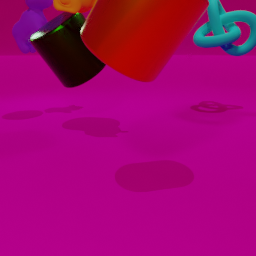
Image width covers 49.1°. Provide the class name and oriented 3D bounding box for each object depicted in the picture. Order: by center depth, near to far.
[{"bbox_3d":[0.143,-1.093,2.770,0.929,0.929,0.929,27,29,-17],"label":"cylinder"},{"bbox_3d":[-0.870,-2.409,4.510,1.041,1.447,0.872,-42,4,45],"label":"monkey head"},{"bbox_3d":[-1.236,-1.712,6.053,1.229,1.229,1.229,-23,35,17],"label":"cylinder"},{"bbox_3d":[-2.529,-2.864,7.296,1.471,1.448,0.807,-25,10,21],"label":"cow figurine"},{"bbox_3d":[2.688,-2.917,7.883,1.874,1.754,0.866,-8,-21,-14],"label":"knot shape"}]
